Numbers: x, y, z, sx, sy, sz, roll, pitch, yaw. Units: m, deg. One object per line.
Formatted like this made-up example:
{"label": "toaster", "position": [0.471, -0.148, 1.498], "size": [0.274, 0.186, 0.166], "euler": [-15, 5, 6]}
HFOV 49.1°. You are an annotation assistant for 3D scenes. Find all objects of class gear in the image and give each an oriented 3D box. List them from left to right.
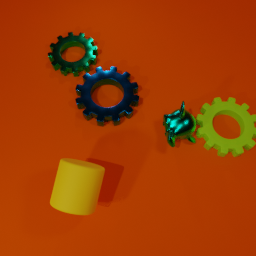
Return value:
{"label": "gear", "position": [-1.904, -2.583, 9.761], "size": [1.679, 0.310, 1.679], "euler": [0, 68, 0]}
{"label": "gear", "position": [-0.662, -1.048, 9.055], "size": [2.028, 0.375, 2.028], "euler": [1, 66, -1]}
{"label": "gear", "position": [3.056, -0.050, 8.670], "size": [1.881, 0.348, 1.881], "euler": [0, 67, 0]}

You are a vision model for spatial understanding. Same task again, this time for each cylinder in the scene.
{"label": "cylinder", "position": [-1.281, 1.467, 7.162], "size": [1.161, 1.161, 1.161], "euler": [13, 88, 6]}

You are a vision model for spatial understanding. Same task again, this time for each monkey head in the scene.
{"label": "monkey head", "position": [1.521, 0.019, 8.132], "size": [0.940, 1.560, 1.122], "euler": [-15, 36, 15]}
